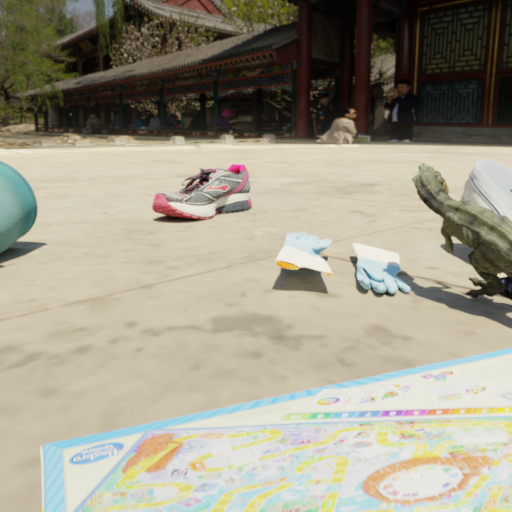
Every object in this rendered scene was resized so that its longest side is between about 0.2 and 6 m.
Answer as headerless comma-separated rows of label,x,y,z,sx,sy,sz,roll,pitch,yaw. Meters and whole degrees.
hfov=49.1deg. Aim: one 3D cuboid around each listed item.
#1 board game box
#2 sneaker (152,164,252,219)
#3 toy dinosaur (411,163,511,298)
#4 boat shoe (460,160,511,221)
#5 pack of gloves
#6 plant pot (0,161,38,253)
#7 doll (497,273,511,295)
board game box,0.731,1.371,2.665,3.273,0.560,2.201,-7,17,-19
sneaker,-1.296,-1.545,13.430,1.232,1.141,3.057,10,18,34
toy dinosaur,2.965,0.070,6.401,0.806,1.498,3.398,-41,42,-5
boat shoe,3.858,-0.232,8.546,1.032,1.191,2.793,1,42,-19
pack of gloves,1.265,0.192,8.361,1.856,0.436,2.209,15,16,4
plant pot,-4.613,-0.590,9.071,1.616,1.616,1.518,0,30,0
doll,3.438,0.425,7.336,0.754,0.268,1.105,-1,14,-9
